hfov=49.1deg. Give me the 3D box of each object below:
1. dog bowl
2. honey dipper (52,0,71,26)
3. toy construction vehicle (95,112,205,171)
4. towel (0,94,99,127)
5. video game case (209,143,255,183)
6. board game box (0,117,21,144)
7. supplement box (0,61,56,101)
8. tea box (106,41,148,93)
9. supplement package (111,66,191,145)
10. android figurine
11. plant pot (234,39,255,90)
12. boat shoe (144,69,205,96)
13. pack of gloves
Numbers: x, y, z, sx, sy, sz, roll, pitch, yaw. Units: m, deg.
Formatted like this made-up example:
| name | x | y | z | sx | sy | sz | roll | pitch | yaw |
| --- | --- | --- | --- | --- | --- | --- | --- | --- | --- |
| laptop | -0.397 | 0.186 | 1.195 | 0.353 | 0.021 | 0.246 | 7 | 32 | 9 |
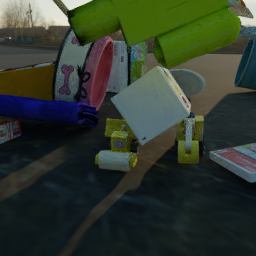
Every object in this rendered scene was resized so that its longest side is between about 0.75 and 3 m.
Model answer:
| name | x | y | z | sx | sy | sz | roll | pitch | yaw |
| --- | --- | --- | --- | --- | --- | --- | --- | --- | --- |
| dog bowl | -1.162 | -1.556 | 7.988 | 0.983 | 2.665 | 2.665 | 15 | 19 | 4 |
| honey dipper | -1.895 | -3.107 | 5.680 | 0.486 | 2.558 | 0.486 | -32 | 28 | 19 |
| toy construction vehicle | 0.460 | 0.044 | 5.510 | 2.070 | 0.837 | 2.377 | 5 | 18 | 15 |
| towel | -1.993 | -0.458 | 6.532 | 2.402 | 0.595 | 1.774 | 6 | -3 | 8 |
| video game case | 2.511 | 0.459 | 4.713 | 1.840 | 0.161 | 1.316 | -9 | 11 | -8 |
| board game box | -3.553 | 0.074 | 6.054 | 1.858 | 0.430 | 1.407 | 6 | 17 | 17 |
| supplement box | -2.942 | -1.353 | 8.897 | 1.827 | 1.230 | 1.852 | -10 | 18 | -3 |
| tea box | -0.246 | -2.696 | 12.128 | 1.372 | 2.053 | 2.020 | 13 | 22 | 35 |
| supplement package | 0.554 | -0.504 | 5.531 | 0.997 | 1.036 | 1.821 | -34 | 2 | 16 |
| android figurine | 0.515 | -2.103 | 3.152 | 2.912 | 2.650 | 0.598 | -20 | 18 | 4 |
| plant pot | 5.942 | -2.549 | 11.715 | 2.186 | 2.326 | 2.326 | 18 | 21 | 11 |
| boat shoe | 1.970 | -1.985 | 11.604 | 2.940 | 1.026 | 1.047 | 14 | 24 | 41 |
| pack of gloves | 2.923 | -3.326 | 8.783 | 2.015 | 0.473 | 2.399 | 28 | 9 | -39 |
